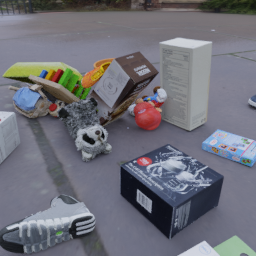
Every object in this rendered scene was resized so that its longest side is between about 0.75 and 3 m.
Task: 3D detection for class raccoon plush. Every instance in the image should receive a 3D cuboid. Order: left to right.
[{"bbox_3d":[-1.406,0.119,9.526,1.358,1.881,2.808,-22,0,-9],"label":"raccoon plush"}]

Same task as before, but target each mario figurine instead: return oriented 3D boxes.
[{"bbox_3d":[0.718,-0.976,10.684,1.380,1.607,2.603,17,26,4],"label":"mario figurine"}]

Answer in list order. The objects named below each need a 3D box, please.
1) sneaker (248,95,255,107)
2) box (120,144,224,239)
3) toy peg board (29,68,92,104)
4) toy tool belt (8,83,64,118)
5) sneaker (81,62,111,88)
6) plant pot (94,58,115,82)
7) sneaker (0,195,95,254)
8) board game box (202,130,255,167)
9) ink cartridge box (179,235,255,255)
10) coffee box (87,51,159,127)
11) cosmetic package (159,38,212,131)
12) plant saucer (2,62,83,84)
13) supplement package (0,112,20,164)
[{"bbox_3d":[6.484,-1.972,11.966,2.858,2.065,1.086,-13,33,-20],"label":"sneaker"},{"bbox_3d":[1.001,1.397,6.827,1.690,0.966,1.856,-19,34,-34],"label":"box"},{"bbox_3d":[-2.610,-1.761,11.530,1.956,1.964,0.961,22,79,35],"label":"toy peg board"},{"bbox_3d":[-3.657,-1.085,10.944,2.092,1.286,1.306,16,69,29],"label":"toy tool belt"},{"bbox_3d":[-1.034,-1.795,9.275,1.286,0.469,0.496,-45,12,-19],"label":"sneaker"},{"bbox_3d":[-0.461,-2.220,12.944,2.165,1.515,2.165,0,28,0],"label":"plant pot"},{"bbox_3d":[-1.785,1.998,6.133,1.951,0.732,1.127,-1,22,-24],"label":"sneaker"},{"bbox_3d":[3.385,0.594,9.023,1.597,0.292,1.208,22,35,34],"label":"board game box"},{"bbox_3d":[1.841,2.670,5.058,1.945,0.466,1.415,-17,32,-25],"label":"ink cartridge box"},{"bbox_3d":[-0.356,-1.269,9.852,1.071,2.684,1.517,50,43,8],"label":"coffee box"},{"bbox_3d":[2.034,-1.593,10.149,1.093,2.991,1.549,-24,35,-33],"label":"cosmetic package"},{"bbox_3d":[-3.698,-2.523,13.015,2.963,0.710,2.967,1,3,7],"label":"plant saucer"},{"bbox_3d":[-4.491,0.303,8.605,1.552,1.194,1.623,4,27,6],"label":"supplement package"}]
